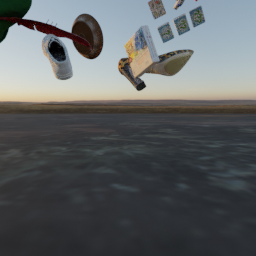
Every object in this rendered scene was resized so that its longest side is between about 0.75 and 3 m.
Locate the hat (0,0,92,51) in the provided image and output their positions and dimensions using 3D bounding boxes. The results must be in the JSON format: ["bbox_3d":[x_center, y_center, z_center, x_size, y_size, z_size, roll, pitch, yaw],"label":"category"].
[{"bbox_3d":[-2.612,-3.165,6.742,2.474,2.328,2.811,2,9,17],"label":"hat"}]

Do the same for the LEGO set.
[{"bbox_3d":[1.568,-3.818,8.927,1.624,0.534,2.174,-23,-41,12],"label":"LEGO set"}]

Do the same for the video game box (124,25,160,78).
[{"bbox_3d":[0.421,-2.448,9.133,0.313,1.218,1.337,-18,-4,-27],"label":"video game box"}]

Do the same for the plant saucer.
[{"bbox_3d":[-1.582,-3.306,10.253,1.638,1.638,0.300,3,24,42],"label":"plant saucer"}]

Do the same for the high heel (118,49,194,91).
[{"bbox_3d":[0.995,-2.732,11.003,2.765,0.987,1.971,-30,51,-6],"label":"high heel"}]

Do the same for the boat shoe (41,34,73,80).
[{"bbox_3d":[-1.503,-1.604,5.800,0.531,0.505,1.474,-10,50,-13],"label":"boat shoe"}]

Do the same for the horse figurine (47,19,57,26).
[{"bbox_3d":[-3.229,-4.139,11.632,0.909,0.602,0.227,33,-1,28],"label":"horse figurine"}]
